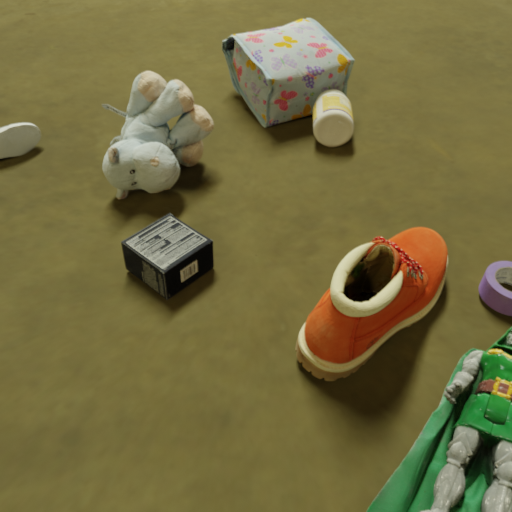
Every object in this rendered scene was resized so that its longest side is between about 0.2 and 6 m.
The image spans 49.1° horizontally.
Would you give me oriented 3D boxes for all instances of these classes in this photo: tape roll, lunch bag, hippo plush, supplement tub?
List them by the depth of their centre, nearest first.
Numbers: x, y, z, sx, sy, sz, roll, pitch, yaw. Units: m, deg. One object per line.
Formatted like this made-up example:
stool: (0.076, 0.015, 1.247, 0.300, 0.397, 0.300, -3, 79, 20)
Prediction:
tape roll: (3.954, 0.501, 8.708, 0.863, 0.367, 0.863, 3, 43, -3)
hippo plush: (-2.170, -2.239, 10.639, 2.422, 1.929, 1.947, 10, 44, 9)
supplement tub: (1.682, -3.050, 12.324, 0.873, 0.873, 1.201, 3, 43, 3)
lunch bag: (0.673, -4.511, 13.366, 2.270, 1.702, 2.677, -19, 56, -17)

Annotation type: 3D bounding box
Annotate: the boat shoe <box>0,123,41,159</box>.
boat shoe: (-5.541, -2.346, 11.751, 1.945, 0.698, 0.659, -33, 53, -22)

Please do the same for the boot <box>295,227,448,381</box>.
boot: (1.955, 0.278, 7.967, 1.219, 1.742, 3.249, 36, 52, 22)

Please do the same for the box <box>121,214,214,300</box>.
box: (-1.428, -0.011, 9.146, 1.060, 0.659, 1.069, 33, 51, 29)

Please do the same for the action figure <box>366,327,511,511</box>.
action figure: (2.868, 2.037, 6.800, 2.011, 0.931, 3.404, 18, 42, 23)
